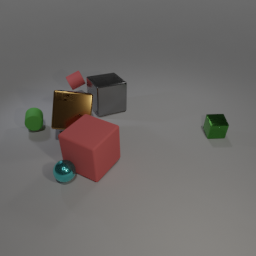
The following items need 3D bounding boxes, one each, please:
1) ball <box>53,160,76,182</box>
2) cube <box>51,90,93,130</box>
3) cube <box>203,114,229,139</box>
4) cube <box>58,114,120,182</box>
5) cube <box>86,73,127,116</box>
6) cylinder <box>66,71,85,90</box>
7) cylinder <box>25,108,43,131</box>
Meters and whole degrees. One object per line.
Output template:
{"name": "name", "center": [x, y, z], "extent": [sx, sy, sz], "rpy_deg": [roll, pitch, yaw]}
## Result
{"name": "ball", "center": [-1.977, 1.334, 8.713], "extent": [0.700, 0.700, 0.700], "rpy_deg": [0, 32, 0]}
{"name": "cube", "center": [-2.120, -0.691, 10.736], "extent": [1.400, 1.400, 1.400], "rpy_deg": [5, 7, -10]}
{"name": "cube", "center": [3.419, -0.066, 10.931], "extent": [0.700, 0.700, 0.700], "rpy_deg": [-2, 43, -3]}
{"name": "cube", "center": [-1.207, 0.618, 9.161], "extent": [1.400, 1.400, 1.400], "rpy_deg": [19, 41, 25]}
{"name": "cube", "center": [-0.967, -1.546, 12.663], "extent": [1.400, 1.400, 1.400], "rpy_deg": [-13, 34, -22]}
{"name": "cylinder", "center": [-2.495, -2.274, 13.361], "extent": [0.700, 0.700, 0.700], "rpy_deg": [-29, 37, -4]}
{"name": "cylinder", "center": [-3.778, -0.362, 11.276], "extent": [0.700, 0.700, 0.700], "rpy_deg": [-8, 34, -12]}
